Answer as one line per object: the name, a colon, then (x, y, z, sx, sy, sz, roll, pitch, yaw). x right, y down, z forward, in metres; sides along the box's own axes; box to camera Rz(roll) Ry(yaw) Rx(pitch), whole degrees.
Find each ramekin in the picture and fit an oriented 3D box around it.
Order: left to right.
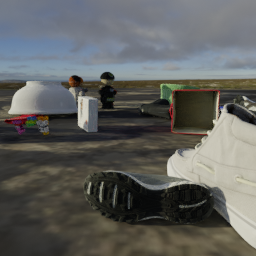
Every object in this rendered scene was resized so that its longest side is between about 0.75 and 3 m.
ramekin: (2.646, -1.663, 14.512, 2.014, 0.984, 2.014, 6, 5, -1)

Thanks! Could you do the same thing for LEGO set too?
LEGO set: (-2.375, -0.015, 7.316, 1.222, 0.502, 0.466, 1, 23, 32)

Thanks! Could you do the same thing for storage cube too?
storage cube: (1.878, -0.493, 7.918, 1.379, 1.179, 1.240, 2, 9, 10)

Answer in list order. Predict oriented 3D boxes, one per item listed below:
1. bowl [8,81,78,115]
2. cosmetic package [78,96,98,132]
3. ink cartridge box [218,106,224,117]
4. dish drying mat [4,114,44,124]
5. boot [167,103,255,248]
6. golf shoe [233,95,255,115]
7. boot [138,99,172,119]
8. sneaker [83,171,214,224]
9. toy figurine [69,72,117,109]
bowl: (-3.499, -1.281, 11.740, 2.902, 1.304, 2.902, -1, 7, 0)
cosmetic package: (-1.202, -0.436, 8.284, 0.318, 0.929, 1.232, -4, 11, -22)
ink cartridge box: (3.279, -0.587, 10.559, 0.941, 0.443, 2.002, -8, 13, -34)
dish drying mat: (-3.676, -0.359, 10.064, 0.695, 0.165, 1.810, 0, 10, 5)
boot: (1.194, 0.298, 3.277, 0.916, 1.190, 2.489, -3, 10, -17)
golf shoe: (2.942, -0.030, 6.168, 1.304, 1.073, 2.760, 10, 19, 9)
boot: (1.548, -0.744, 10.811, 1.576, 0.628, 1.912, -19, 14, -31)
sneaker: (0.192, 0.736, 3.065, 1.370, 0.506, 0.543, 7, 1, 3)
toy figurine: (-1.875, -2.017, 14.738, 2.590, 1.830, 2.631, 0, 10, -1)
